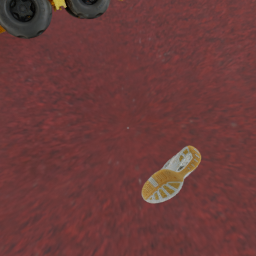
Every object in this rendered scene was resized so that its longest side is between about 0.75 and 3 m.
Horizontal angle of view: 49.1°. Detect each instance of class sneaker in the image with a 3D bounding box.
[{"bbox_3d":[0.688,0.795,4.516,1.188,0.521,0.449,-36,80,-20],"label":"sneaker"}]

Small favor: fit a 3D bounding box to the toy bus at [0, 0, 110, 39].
[{"bbox_3d":[-1.718,-3.265,5.338,2.803,2.691,1.902,-19,23,-8],"label":"toy bus"}]
